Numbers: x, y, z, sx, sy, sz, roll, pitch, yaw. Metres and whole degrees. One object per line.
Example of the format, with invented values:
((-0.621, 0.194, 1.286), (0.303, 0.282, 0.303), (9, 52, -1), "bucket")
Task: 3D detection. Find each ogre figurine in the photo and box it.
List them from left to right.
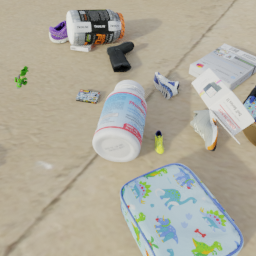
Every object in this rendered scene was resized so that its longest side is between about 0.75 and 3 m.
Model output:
((-3.534, -1.654, 9.314), (0.409, 0.499, 0.833), (4, 54, -35), "ogre figurine")

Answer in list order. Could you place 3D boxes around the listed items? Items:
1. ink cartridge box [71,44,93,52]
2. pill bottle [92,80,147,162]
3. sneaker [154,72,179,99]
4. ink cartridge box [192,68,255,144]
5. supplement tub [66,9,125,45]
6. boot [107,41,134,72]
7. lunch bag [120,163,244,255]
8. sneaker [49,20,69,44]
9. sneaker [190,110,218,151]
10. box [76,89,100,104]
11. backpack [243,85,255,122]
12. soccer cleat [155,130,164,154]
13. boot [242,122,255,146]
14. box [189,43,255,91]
((-2.373, -4.214, 14.514), (0.954, 0.213, 0.841), (10, 33, 9), "ink cartridge box")
((-0.167, -0.351, 9.846), (1.565, 1.565, 2.878), (7, 48, 6), "pill bottle")
((1.731, -1.836, 12.048), (0.816, 0.571, 1.412), (-17, 55, -21), "sneaker")
((2.457, -0.612, 7.168), (0.674, 1.172, 2.002), (-40, 27, 18), "ink cartridge box")
((-1.644, -5.148, 14.276), (2.726, 1.670, 1.670), (-10, 47, -18), "supplement tub")
((-0.182, -3.421, 13.466), (1.468, 0.585, 1.782), (-18, 44, -3), "boot")
((1.316, 2.465, 7.376), (2.384, 1.223, 2.965), (-22, 50, -18), "lunch bag")
((-3.029, -5.331, 15.022), (2.489, 1.039, 1.004), (-28, 52, -25), "sneaker")
((2.723, 0.067, 10.123), (0.947, 0.779, 2.058), (2, 38, 12), "sneaker")
((-1.670, -1.319, 11.749), (0.890, 0.177, 0.609), (10, 47, 9), "box")
((5.068, -0.721, 10.502), (1.399, 1.277, 0.941), (30, 61, 12), "backpack")
((1.091, 0.486, 9.861), (0.306, 0.396, 0.946), (-1, 46, -1), "soccer cleat")
((5.294, 0.084, 9.944), (2.123, 0.814, 1.648), (33, 55, 26), "boot")
((4.527, -2.829, 12.939), (2.743, 0.565, 2.139), (-34, 54, -29), "box")
